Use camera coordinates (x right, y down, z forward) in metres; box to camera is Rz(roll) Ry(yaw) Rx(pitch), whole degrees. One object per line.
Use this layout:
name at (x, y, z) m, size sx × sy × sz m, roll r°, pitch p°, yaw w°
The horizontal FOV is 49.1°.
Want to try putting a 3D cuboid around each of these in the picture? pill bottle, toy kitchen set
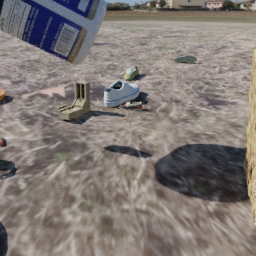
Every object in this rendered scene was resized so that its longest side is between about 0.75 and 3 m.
pill bottle at (-1.926, -2.528, 5.724) m, size 2.678 × 1.550 × 1.550 m, roll 23°, pitch 18°, yaw -20°
toy kitchen set at (-1.831, -0.882, 8.607) m, size 0.879 × 0.972 × 1.078 m, roll 11°, pitch 23°, yaw 25°

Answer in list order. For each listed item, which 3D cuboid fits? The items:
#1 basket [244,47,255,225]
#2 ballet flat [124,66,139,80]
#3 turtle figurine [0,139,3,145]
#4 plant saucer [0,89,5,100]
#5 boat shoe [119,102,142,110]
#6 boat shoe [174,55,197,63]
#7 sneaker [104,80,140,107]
basket at (2.968, 0.081, 4.398) m, size 1.944 × 2.724 × 2.029 m, roll 2°, pitch 23°, yaw 17°
ballet flat at (0.164, -2.558, 12.845) m, size 0.484 × 0.484 × 1.369 m, roll 9°, pitch 27°, yaw 19°
turtle figurine at (-4.003, 0.453, 5.803) m, size 2.293 × 0.916 × 2.843 m, roll -6°, pitch 26°, yaw -13°
plant saucer at (-5.067, -1.108, 9.964) m, size 1.346 × 0.252 × 1.346 m, roll 0°, pitch 26°, yaw 0°
boat shoe at (0.084, -0.748, 9.189) m, size 0.802 × 0.251 × 0.285 m, roll 6°, pitch 27°, yaw 15°
boat shoe at (3.241, -3.895, 15.713) m, size 1.244 × 0.447 × 0.421 m, roll 3°, pitch 29°, yaw 11°
sneaker at (-0.152, -1.362, 9.955) m, size 0.730 × 0.708 × 1.999 m, roll 13°, pitch 28°, yaw 25°
